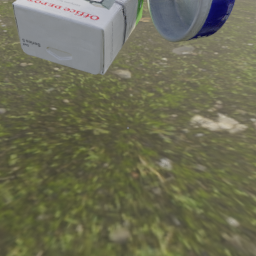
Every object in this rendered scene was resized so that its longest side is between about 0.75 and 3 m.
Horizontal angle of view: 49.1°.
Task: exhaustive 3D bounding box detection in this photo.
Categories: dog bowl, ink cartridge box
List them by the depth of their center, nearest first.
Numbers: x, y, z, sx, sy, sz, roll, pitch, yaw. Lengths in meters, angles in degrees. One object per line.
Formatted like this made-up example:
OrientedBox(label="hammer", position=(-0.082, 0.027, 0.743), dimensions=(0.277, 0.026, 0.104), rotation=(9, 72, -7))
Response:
OrientedBox(label="dog bowl", position=(1.477, -3.485, 6.963), dimensions=(0.992, 2.518, 2.518), rotation=(-14, 39, -20))
OrientedBox(label="ink cartridge box", position=(-1.027, -2.881, 7.009), dimensions=(2.149, 1.241, 2.954), rotation=(18, 50, 8))
